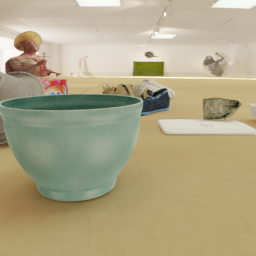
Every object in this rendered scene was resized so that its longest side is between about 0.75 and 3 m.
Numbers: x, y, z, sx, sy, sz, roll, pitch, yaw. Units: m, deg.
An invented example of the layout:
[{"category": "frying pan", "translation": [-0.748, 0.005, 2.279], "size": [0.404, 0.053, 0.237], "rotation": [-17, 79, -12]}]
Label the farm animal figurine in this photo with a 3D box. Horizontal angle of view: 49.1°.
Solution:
[{"category": "farm animal figurine", "translation": [-0.442, -0.745, 7.303], "size": [1.572, 0.829, 1.590], "rotation": [-19, 13, 44]}]

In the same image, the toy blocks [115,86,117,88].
[{"category": "toy blocks", "translation": [-0.422, -1.660, 13.392], "size": [1.507, 0.657, 1.808], "rotation": [12, 17, 41]}]

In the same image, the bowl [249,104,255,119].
[{"category": "bowl", "translation": [4.210, -0.393, 7.928], "size": [1.350, 0.505, 1.352], "rotation": [3, 11, 9]}]

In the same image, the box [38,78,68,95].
[{"category": "box", "translation": [-2.941, -0.757, 7.830], "size": [2.587, 1.290, 1.235], "rotation": [9, 16, 36]}]

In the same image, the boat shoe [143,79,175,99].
[{"category": "boat shoe", "translation": [1.473, -1.673, 13.348], "size": [0.772, 0.705, 2.146], "rotation": [8, -6, 42]}]

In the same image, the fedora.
[{"category": "fedora", "translation": [-2.836, -0.587, 5.714], "size": [2.044, 1.808, 0.923], "rotation": [-13, -28, 11]}]

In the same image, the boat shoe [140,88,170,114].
[{"category": "boat shoe", "translation": [0.508, -0.997, 9.845], "size": [1.087, 0.887, 2.584], "rotation": [9, 15, 36]}]

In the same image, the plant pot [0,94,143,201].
[{"category": "plant pot", "translation": [-0.687, 0.211, 3.709], "size": [1.773, 1.188, 1.773], "rotation": [-1, 13, 0]}]

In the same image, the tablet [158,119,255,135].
[{"category": "tablet", "translation": [1.983, -0.051, 7.324], "size": [2.257, 0.154, 1.468], "rotation": [0, 12, -1]}]

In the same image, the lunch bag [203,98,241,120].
[{"category": "lunch bag", "translation": [2.623, -0.538, 7.884], "size": [1.009, 0.593, 0.828], "rotation": [-3, -6, 15]}]
